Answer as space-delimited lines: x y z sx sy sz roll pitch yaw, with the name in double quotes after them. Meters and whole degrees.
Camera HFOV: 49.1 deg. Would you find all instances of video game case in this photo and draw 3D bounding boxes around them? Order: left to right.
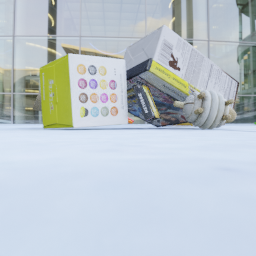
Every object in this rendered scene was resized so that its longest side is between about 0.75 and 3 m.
0.710 -0.735 7.478 2.437 0.344 2.697 26 -19 -27 "video game case"

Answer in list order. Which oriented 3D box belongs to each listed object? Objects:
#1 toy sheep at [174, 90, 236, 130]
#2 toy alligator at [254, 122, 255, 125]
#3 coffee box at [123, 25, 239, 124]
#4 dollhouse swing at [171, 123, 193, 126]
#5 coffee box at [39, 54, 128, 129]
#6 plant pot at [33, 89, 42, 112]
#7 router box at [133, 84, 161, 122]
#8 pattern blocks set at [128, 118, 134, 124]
1.620 -0.392 5.864 1.342 0.925 0.925 17 -1 -6 "toy sheep"
4.827 -0.204 9.785 0.984 0.292 0.267 -2 -20 -27 "toy alligator"
1.413 -1.277 7.732 2.951 1.178 1.668 27 -19 -28 "coffee box"
2.611 -1.107 12.301 2.730 2.481 2.400 0 -19 -5 "dollhouse swing"
-1.011 -0.732 6.251 1.425 1.439 1.441 -5 2 -40 "coffee box"
-1.928 -0.863 8.201 1.300 1.218 1.218 22 -6 -17 "plant pot"
0.430 -0.540 6.180 0.204 0.781 0.614 -24 -9 21 "router box"
-0.487 -0.655 12.360 1.657 0.153 1.885 31 7 7 "pattern blocks set"
